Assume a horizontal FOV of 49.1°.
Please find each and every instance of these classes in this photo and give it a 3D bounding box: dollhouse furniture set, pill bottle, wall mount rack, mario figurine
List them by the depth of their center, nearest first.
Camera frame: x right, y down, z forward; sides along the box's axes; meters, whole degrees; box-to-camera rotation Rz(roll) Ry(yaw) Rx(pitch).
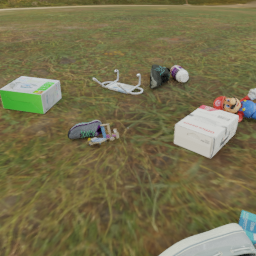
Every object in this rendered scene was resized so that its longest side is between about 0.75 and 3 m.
[{"bbox_3d":[-0.818,0.202,8.845,0.712,0.492,0.755,-6,13,41],"label":"dollhouse furniture set"},{"bbox_3d":[4.226,-0.760,10.188,2.152,1.140,1.328,9,31,13],"label":"mario figurine"},{"bbox_3d":[-0.464,-2.048,12.747,2.219,0.827,1.928,16,34,28],"label":"wall mount rack"},{"bbox_3d":[2.604,-2.702,14.087,0.639,0.639,1.136,-7,31,-12],"label":"pill bottle"}]

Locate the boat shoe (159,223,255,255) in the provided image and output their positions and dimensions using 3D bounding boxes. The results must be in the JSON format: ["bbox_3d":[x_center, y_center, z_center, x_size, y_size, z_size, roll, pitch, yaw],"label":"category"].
[{"bbox_3d":[1.366,2.395,4.972,2.149,0.750,0.765,-14,37,-19],"label":"boat shoe"}]

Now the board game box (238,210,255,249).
[{"bbox_3d":[2.812,2.219,5.800,1.038,0.244,0.784,16,33,24],"label":"board game box"}]

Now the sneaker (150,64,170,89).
[{"bbox_3d":[1.554,-2.558,13.579,0.957,0.910,2.414,6,31,7],"label":"sneaker"}]

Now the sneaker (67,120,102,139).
[{"bbox_3d":[-1.326,0.104,9.316,1.343,0.500,0.588,-23,42,-36],"label":"sneaker"}]

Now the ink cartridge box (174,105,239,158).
[{"bbox_3d":[2.541,0.054,9.075,1.355,0.789,1.860,23,35,34],"label":"ink cartridge box"}]

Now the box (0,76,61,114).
[{"bbox_3d":[-3.928,-1.378,11.515,1.827,0.883,1.612,8,32,12],"label":"box"}]
